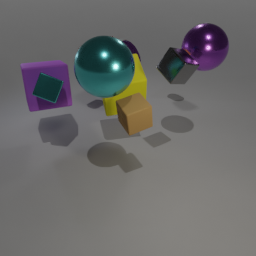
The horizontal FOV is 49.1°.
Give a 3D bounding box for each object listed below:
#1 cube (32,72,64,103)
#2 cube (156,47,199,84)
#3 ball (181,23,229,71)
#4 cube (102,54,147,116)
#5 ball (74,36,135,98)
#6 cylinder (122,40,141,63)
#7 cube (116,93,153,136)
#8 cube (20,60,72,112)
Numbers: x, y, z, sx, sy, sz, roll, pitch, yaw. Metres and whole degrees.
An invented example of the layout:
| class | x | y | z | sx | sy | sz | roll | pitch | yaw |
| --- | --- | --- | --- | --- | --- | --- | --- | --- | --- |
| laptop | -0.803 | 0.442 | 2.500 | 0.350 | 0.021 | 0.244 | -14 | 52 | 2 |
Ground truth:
| class | x | y | z | sx | sy | sz | roll | pitch | yaw |
| --- | --- | --- | --- | --- | --- | --- | --- | --- | --- |
| cube | -2.397 | -1.205 | 8.465 | 0.700 | 0.700 | 0.700 | 21 | 2 | -14 |
| cube | 1.349 | -1.677 | 7.627 | 0.700 | 0.700 | 0.700 | -8 | 54 | -45 |
| ball | 2.334 | -2.443 | 8.521 | 1.400 | 1.400 | 1.400 | 0 | 29 | 0 |
| cube | -0.215 | -1.451 | 9.480 | 1.400 | 1.400 | 1.400 | -10 | 52 | -6 |
| ball | -0.537 | -1.395 | 6.454 | 1.400 | 1.400 | 1.400 | 0 | 29 | 0 |
| cylinder | -0.358 | -3.186 | 13.210 | 1.400 | 1.400 | 1.400 | -20 | 14 | 38 |
| cube | 0.164 | -0.366 | 7.221 | 0.700 | 0.700 | 0.700 | -22 | 45 | -15 |
| cube | -2.791 | -1.482 | 9.548 | 1.400 | 1.400 | 1.400 | -11 | 22 | -20 |
